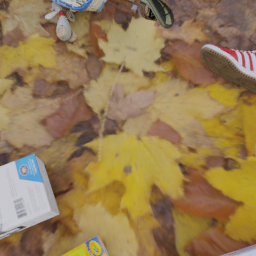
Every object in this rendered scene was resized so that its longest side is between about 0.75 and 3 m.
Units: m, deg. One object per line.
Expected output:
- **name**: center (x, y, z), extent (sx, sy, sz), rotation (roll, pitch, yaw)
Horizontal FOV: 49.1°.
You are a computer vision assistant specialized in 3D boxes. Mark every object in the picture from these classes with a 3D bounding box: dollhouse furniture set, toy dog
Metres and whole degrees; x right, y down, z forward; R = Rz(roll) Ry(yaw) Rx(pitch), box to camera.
- **dollhouse furniture set**: center (0.211, -4.144, 8.394), extent (1.156, 0.754, 1.091), rotation (25, 70, 11)
- **toy dog**: center (-1.958, -2.928, 7.985), extent (0.611, 0.837, 1.269), rotation (-26, 57, 23)

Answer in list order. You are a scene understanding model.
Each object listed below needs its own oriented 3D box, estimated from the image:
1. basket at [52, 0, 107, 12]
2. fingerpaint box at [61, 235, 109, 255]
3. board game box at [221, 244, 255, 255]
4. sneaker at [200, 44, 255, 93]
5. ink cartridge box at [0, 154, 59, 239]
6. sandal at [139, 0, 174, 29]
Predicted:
- **basket**: center (-1.587, -4.267, 7.330), extent (2.471, 2.802, 1.949), rotation (35, 101, 14)
- **fingerpaint box**: center (-0.780, 3.009, 5.578), extent (1.082, 0.476, 1.297), rotation (-27, 71, -10)
- **board game box**: center (2.638, 3.598, 4.931), extent (2.819, 0.582, 2.826), rotation (-21, 69, 7)
- **sneaker**: center (3.125, -1.855, 7.409), extent (2.288, 0.815, 1.287), rotation (30, 75, 4)
- **ink cartridge box**: center (-2.822, 1.642, 5.977), extent (2.295, 0.779, 1.332), rotation (-21, 69, -8)
- **sandal**: center (0.446, -2.541, 5.886), extent (0.581, 0.417, 1.462), rotation (-13, 58, -44)
